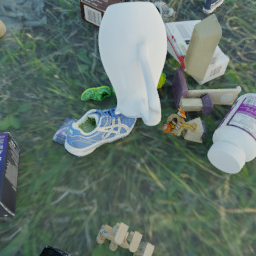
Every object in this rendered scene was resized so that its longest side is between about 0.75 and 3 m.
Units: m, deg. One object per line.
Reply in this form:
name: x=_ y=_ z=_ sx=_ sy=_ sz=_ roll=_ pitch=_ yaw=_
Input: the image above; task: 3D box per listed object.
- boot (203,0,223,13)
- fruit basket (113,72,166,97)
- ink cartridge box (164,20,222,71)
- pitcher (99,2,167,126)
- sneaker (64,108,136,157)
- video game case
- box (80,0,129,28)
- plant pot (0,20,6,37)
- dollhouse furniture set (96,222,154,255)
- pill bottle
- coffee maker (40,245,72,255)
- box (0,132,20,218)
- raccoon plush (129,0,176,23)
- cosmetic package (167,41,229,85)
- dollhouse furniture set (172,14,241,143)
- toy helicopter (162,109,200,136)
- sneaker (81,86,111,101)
boot: x=3.640 y=-5.440 z=11.625 sx=0.546 sy=0.678 sz=1.502 roll=28 pitch=61 yaw=17
fruit basket: x=0.365 y=-1.612 z=8.905 sx=1.738 sy=1.254 sz=1.738 roll=-9 pitch=58 yaw=15
ink cartridge box: x=1.873 y=-2.605 z=8.803 sx=1.412 sy=0.674 sz=1.608 roll=-9 pitch=56 yaw=-13
pitcher: x=0.248 y=-1.520 z=6.689 sx=1.652 sy=2.725 sz=2.338 roll=-9 pitch=16 yaw=-15
sneaker: x=-0.637 y=-0.095 z=7.849 sx=0.935 sy=0.951 sz=2.469 roll=39 pitch=52 yaw=24
video game case: x=-1.742 y=0.112 z=8.339 sx=0.670 sy=0.089 sz=0.939 roll=20 pitch=60 yaw=12
box: x=-0.574 y=-5.128 z=11.275 sx=1.297 sy=0.970 sz=2.589 roll=31 pitch=60 yaw=19
plant pot: x=-4.948 y=-3.735 z=10.520 sx=0.838 sy=0.838 sz=0.562 roll=34 pitch=21 yaw=20
dollhouse furniture set: x=-0.090 y=2.682 z=6.136 sx=1.119 sy=1.028 sz=0.728 roll=35 pitch=57 yaw=-13
pill bottle: x=3.094 y=0.151 z=7.643 sx=1.219 sy=1.219 sz=2.171 roll=33 pitch=63 yaw=20
coffee maker: x=-1.607 y=3.317 z=5.157 sx=1.338 sy=1.908 sz=1.986 roll=12 pitch=54 yaw=28
box: x=-3.632 y=1.230 z=7.040 sx=1.447 sy=1.020 sz=1.955 roll=-7 pitch=56 yaw=-6
raccoon plush: x=1.257 y=-4.888 z=11.003 sx=1.815 sy=1.310 sz=2.709 roll=30 pitch=61 yaw=9
cosmetic package: x=2.346 y=-2.564 z=9.698 sx=1.049 sy=0.737 sz=2.069 roll=-25 pitch=60 yaw=-15
dollhouse furniture set: x=2.652 y=-1.311 z=7.675 sx=2.047 sy=2.884 sz=2.285 roll=-1 pitch=54 yaw=-6
toy helicopter: x=1.489 y=-0.139 z=7.577 sx=1.129 sy=0.445 sz=0.746 roll=17 pitch=91 yaw=53
sneaker: x=-1.014 y=-1.061 z=8.943 sx=0.975 sy=0.361 sz=0.408 roll=-18 pitch=55 yaw=-12
